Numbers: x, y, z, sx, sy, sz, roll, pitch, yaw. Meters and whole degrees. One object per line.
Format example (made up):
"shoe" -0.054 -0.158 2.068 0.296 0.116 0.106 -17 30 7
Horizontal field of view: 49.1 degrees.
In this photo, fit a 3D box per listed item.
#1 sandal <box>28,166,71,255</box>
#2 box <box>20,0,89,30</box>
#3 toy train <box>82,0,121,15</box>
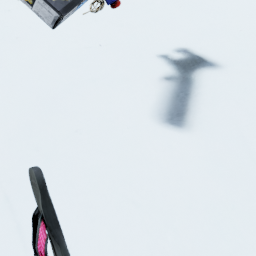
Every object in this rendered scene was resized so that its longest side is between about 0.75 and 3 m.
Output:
"sandal" -1.338 1.600 4.396 0.453 0.754 2.008 -19 97 -33
"box" -2.182 -4.177 7.298 2.543 0.637 2.562 43 48 -16
"toy train" -0.779 -4.424 9.190 2.256 0.955 1.305 -36 35 -7
